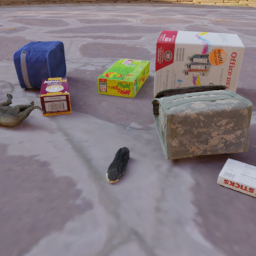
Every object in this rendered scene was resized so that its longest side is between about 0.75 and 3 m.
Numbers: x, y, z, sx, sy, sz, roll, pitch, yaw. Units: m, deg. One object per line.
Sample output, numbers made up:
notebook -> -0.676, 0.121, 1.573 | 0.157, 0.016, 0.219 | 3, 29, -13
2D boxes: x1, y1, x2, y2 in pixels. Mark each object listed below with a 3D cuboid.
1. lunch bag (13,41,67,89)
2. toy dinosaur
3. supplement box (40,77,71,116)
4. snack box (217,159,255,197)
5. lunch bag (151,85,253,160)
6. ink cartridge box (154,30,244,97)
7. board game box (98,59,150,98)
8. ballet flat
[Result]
lunch bag -> -3.620, -2.677, 11.600 | 1.603, 1.646, 2.423 | 2, 29, 4
toy dinosaur -> -3.607, -0.429, 8.648 | 2.286, 0.880, 1.169 | 16, 46, 14
supplement box -> -2.507, -1.141, 9.768 | 0.947, 0.735, 1.717 | -6, 30, -11
snack box -> 3.117, 1.262, 5.915 | 2.223, 0.270, 0.799 | 17, 31, 28
lunch bag -> 1.821, -0.366, 7.660 | 2.092, 1.500, 2.551 | -5, 22, -2
ink cartridge box -> 2.576, -2.346, 10.498 | 2.919, 2.121, 2.111 | 6, 30, 10
board game box -> -0.080, -2.156, 11.677 | 1.432, 0.671, 2.820 | 8, 30, 14
ballet flat -> -0.228, 0.896, 6.662 | 0.398, 0.340, 1.198 | 34, 37, -4
